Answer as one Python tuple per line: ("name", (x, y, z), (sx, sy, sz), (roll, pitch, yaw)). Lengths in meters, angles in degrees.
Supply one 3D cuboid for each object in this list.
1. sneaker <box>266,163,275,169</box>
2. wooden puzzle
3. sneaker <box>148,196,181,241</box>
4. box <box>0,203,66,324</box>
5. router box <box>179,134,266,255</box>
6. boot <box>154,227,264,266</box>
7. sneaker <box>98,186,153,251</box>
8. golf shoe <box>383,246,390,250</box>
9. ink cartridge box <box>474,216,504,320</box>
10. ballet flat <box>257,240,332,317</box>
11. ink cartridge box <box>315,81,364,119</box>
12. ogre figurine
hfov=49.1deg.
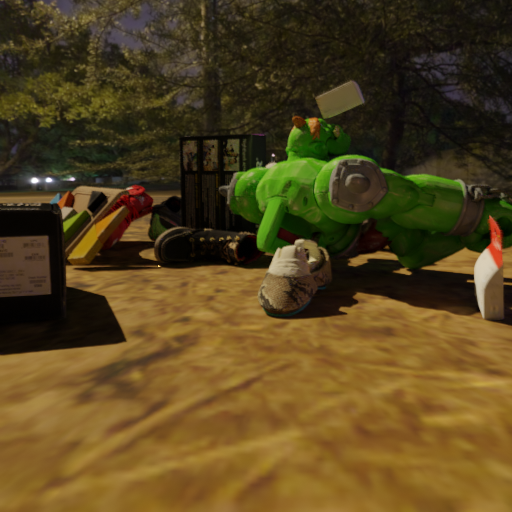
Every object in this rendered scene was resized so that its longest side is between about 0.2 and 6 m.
("sneaker", (1.408, -1.576, 12.953), (2.626, 1.057, 1.003), (25, -17, -5))
("wooden puzzle", (-3.505, -0.679, 10.469), (3.213, 0.376, 2.168), (3, 47, 43))
("sneaker", (-1.809, -0.956, 13.821), (0.977, 1.066, 2.545), (2, 8, 15))
("box", (-3.572, 0.022, 6.244), (2.718, 1.170, 2.226), (-3, 8, -19))
("router box", (-0.663, -1.184, 10.928), (1.717, 2.302, 0.588), (6, 11, 32))
("boot", (-0.781, -0.144, 9.731), (1.279, 0.621, 1.698), (8, 8, 38))
("sneaker", (-3.007, -1.071, 12.287), (1.768, 1.199, 3.061), (-31, 21, -21))
("golf shoe", (2.373, -0.456, 11.700), (0.917, 0.738, 1.886), (-2, -2, -4))
("ink cartridge box", (2.486, 0.112, 6.025), (0.224, 0.949, 0.760), (-5, 15, 16))
("ballet flat", (0.496, 0.175, 6.779), (0.657, 0.729, 1.936), (6, 9, 20))
("ink cartridge box", (1.335, -2.454, 8.828), (0.630, 0.369, 0.860), (-21, 8, 18))
("ogre figurine", (1.391, -0.725, 8.791), (2.774, 2.270, 4.626), (16, 13, -34))
